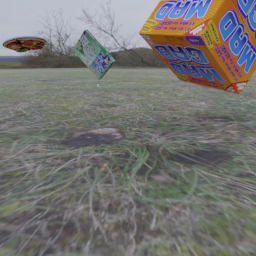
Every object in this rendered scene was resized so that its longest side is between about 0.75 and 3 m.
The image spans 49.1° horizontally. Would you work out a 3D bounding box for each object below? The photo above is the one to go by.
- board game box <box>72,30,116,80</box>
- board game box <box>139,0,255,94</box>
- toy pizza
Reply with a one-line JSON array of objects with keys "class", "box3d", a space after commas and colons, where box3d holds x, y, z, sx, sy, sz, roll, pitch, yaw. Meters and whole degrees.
[{"class": "board game box", "box3d": [-1.410, -2.969, 11.424, 1.145, 1.702, 0.248, -40, 2, 44]}, {"class": "board game box", "box3d": [2.504, -3.010, 8.528, 2.577, 2.576, 2.575, 38, -6, -38]}, {"class": "toy pizza", "box3d": [-2.764, -2.231, 7.563, 1.151, 0.182, 1.151, -9, 4, 1]}]
